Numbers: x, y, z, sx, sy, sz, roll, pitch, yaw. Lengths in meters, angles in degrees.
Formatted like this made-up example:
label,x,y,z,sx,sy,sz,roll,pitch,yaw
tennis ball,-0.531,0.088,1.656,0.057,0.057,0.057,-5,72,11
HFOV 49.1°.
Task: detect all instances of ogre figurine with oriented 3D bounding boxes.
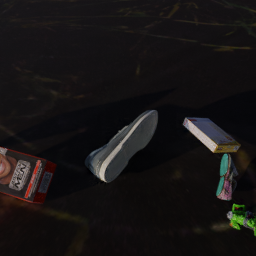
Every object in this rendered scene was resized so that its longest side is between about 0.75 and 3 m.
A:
label,x,y,z,sx,sy,sz,roll,pitch,yaw
ogre figurine,2.457,1.887,5.817,0.610,0.499,1.017,14,16,37

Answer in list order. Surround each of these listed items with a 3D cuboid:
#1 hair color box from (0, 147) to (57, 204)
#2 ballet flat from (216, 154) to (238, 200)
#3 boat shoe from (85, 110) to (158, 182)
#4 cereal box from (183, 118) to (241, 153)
label,x,y,z,sx,sy,sz,roll,pitch,yaw
hair color box,-2.780,1.022,6.562,1.938,0.594,0.984,12,75,14
ballet flat,2.401,1.182,6.688,0.412,0.400,1.157,21,61,-2
boat shoe,-0.098,0.287,7.424,0.808,0.952,2.615,19,49,31
cereal box,2.279,0.168,7.720,0.978,0.269,1.359,1,32,-33
